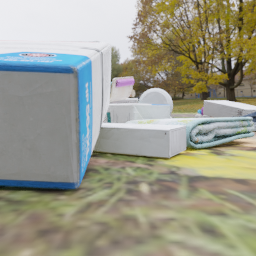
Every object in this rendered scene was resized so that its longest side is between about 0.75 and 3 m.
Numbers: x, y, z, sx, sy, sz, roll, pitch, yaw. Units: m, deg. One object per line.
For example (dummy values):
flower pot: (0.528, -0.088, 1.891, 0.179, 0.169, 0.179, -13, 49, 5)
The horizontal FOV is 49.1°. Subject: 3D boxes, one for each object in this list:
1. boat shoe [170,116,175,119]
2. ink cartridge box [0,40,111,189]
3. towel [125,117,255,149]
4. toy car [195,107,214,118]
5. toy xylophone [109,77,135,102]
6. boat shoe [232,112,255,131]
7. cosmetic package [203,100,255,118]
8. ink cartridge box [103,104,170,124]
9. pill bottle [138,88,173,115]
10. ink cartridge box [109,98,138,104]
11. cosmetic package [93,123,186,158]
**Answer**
boat shoe: (1.603, -0.284, 10.902, 0.377, 0.451, 1.263, -6, 1, -13)
ink cartridge box: (-1.228, -0.438, 3.336, 1.873, 1.082, 2.566, 2, 20, 2)
towel: (1.258, 0.052, 5.750, 2.156, 0.519, 1.846, -3, 2, -37)
toy car: (3.949, -0.683, 14.216, 0.935, 0.801, 1.068, -4, 6, -40)
toy xylophone: (-0.912, -1.110, 8.190, 2.522, 0.634, 1.847, 1, 12, 27)
boat shoe: (4.424, -0.499, 8.682, 2.576, 1.169, 0.911, 1, 4, 14)
cosmetic package: (4.564, -0.686, 12.184, 1.223, 0.750, 2.963, -3, 12, -14)
ink cartridge box: (-0.252, -0.230, 7.363, 1.394, 0.807, 2.400, -4, 5, -44)
pill bottle: (1.214, -0.939, 12.215, 1.468, 1.468, 2.652, 1, 1, 9)
ink cartridge box: (-0.983, -0.546, 10.035, 2.477, 1.033, 1.799, -1, 6, -9)
cosmetic package: (-0.011, 0.163, 4.396, 1.693, 0.429, 0.699, 2, 4, 31)
